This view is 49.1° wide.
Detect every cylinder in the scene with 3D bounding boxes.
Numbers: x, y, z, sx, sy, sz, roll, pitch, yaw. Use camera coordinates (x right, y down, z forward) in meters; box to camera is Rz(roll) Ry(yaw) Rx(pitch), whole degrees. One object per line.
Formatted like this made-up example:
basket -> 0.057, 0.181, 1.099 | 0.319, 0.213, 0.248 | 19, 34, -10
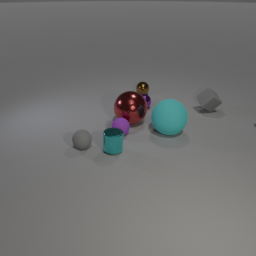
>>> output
cylinder -> -0.515, 0.442, 9.787 | 0.700, 0.700, 0.700 | 2, 27, -1

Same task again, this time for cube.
cube -> 3.676, -1.275, 12.673 | 0.700, 0.700, 0.700 | 22, 39, -37

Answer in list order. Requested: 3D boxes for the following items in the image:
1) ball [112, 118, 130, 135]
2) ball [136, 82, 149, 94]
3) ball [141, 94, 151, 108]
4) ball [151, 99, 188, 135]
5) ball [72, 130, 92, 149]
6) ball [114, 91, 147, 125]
ball -> -0.284, -0.056, 10.916 | 0.700, 0.700, 0.700 | 0, 28, 0
ball -> 0.774, -2.103, 14.822 | 0.700, 0.700, 0.700 | 0, 28, 0
ball -> 0.747, -1.261, 13.208 | 0.700, 0.700, 0.700 | 0, 28, 0
ball -> 1.611, -0.422, 10.889 | 1.400, 1.400, 1.400 | 0, 28, 0
ball -> -1.646, 0.406, 10.033 | 0.700, 0.700, 0.700 | 0, 28, 0
ball -> 0.106, -0.834, 11.632 | 1.400, 1.400, 1.400 | 0, 28, 0
